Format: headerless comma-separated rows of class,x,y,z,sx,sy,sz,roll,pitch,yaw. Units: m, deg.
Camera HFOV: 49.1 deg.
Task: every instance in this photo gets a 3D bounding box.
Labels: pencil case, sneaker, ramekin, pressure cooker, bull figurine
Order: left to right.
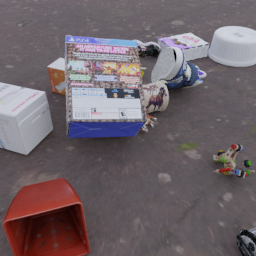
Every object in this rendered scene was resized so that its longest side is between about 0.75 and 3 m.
pencil case,0.047,-1.055,10.177,2.868,1.283,1.116,-9,37,-13
bull figurine,0.459,-0.143,9.759,0.703,0.377,1.157,26,46,26
sneaker,0.811,-3.976,14.469,1.819,0.731,0.785,17,54,31
sneaker,2.211,-2.302,10.833,2.063,2.817,1.135,-5,80,-12
ramekin,5.430,-4.193,14.164,2.527,1.232,2.527,0,38,0
pressure cooker,2.840,2.535,5.984,0.931,0.832,0.819,-16,-3,-15

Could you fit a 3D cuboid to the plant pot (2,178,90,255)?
plant pot,-1.784,2.003,6.302,1.517,1.519,1.338,-11,28,-13

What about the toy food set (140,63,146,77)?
toy food set,0.255,-2.662,12.810,0.919,0.510,1.561,11,40,13

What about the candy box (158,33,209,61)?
candy box,2.829,-4.173,14.522,2.066,0.739,1.733,-17,41,-20

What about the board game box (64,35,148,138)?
board game box,-0.802,-1.240,8.725,2.250,1.366,2.822,0,69,-15

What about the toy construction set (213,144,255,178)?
toy construction set,2.802,1.040,8.025,1.193,0.916,0.995,-13,82,-41

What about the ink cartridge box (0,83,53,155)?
ink cartridge box,-3.804,-0.363,9.045,2.084,1.522,1.529,13,38,18

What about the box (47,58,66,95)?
box,-2.145,-1.976,11.394,1.915,1.191,0.933,15,41,19
